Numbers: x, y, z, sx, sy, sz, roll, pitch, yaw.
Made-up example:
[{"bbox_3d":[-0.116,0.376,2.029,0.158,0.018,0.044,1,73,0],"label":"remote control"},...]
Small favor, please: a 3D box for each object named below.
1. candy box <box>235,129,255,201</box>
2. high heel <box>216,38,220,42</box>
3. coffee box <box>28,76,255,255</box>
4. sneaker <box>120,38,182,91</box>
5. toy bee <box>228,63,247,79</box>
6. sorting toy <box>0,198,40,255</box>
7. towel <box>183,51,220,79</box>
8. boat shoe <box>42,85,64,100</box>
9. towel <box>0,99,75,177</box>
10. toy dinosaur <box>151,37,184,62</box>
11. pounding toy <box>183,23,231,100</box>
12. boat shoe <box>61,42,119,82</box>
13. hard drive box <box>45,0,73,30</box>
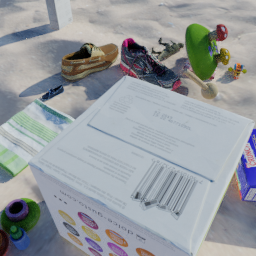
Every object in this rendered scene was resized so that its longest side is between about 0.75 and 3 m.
[{"bbox_3d":[3.859,0.914,7.088,2.192,0.844,1.853,2,47,6],"label":"candy box"},{"bbox_3d":[3.278,-3.687,10.915,0.586,0.835,1.741,12,45,47],"label":"high heel"},{"bbox_3d":[0.352,1.141,5.554,2.783,2.757,2.788,24,51,22],"label":"coffee box"},{"bbox_3d":[0.678,-2.215,10.083,1.181,1.094,2.930,-33,54,-27],"label":"sneaker"},{"bbox_3d":[4.081,-2.145,10.526,0.651,0.540,0.994,20,23,30],"label":"toy bee"},{"bbox_3d":[-2.638,2.138,6.015,1.071,0.732,1.783,20,48,19],"label":"sorting toy"},{"bbox_3d":[2.925,-2.627,10.976,1.209,0.191,1.679,17,55,12],"label":"towel"},{"bbox_3d":[-2.629,-1.264,9.718,0.353,0.288,0.839,33,54,28],"label":"boat shoe"},{"bbox_3d":[-2.981,0.147,8.260,1.814,0.373,2.431,25,50,24],"label":"towel"},{"bbox_3d":[1.505,-3.217,11.558,0.943,0.508,2.139,34,57,21],"label":"toy dinosaur"},{"bbox_3d":[2.739,-2.376,9.080,1.154,1.919,2.487,-10,57,35],"label":"pounding toy"},{"bbox_3d":[-1.403,-2.700,10.657,0.999,0.975,2.641,33,54,29],"label":"boat shoe"},{"bbox_3d":[-3.222,-5.565,13.194,0.551,1.433,1.117,21,48,19],"label":"hard drive box"}]
